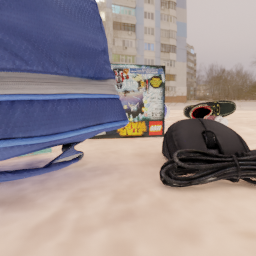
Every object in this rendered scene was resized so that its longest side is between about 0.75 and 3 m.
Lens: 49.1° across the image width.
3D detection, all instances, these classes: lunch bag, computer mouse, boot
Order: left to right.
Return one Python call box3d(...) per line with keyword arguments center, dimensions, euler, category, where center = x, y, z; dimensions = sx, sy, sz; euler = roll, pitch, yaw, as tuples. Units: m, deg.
box3d(center=(-1.368, -0.385, 3.160), dimensions=(2.017, 1.964, 2.969), euler=(-14, -1, 31), category="lunch bag")
box3d(center=(1.106, 0.202, 3.820), dimensions=(1.658, 0.631, 2.394), euler=(-1, 5, -2), category="computer mouse")
box3d(center=(4.546, -0.888, 15.008), dimensions=(2.934, 1.059, 2.216), euler=(-6, 6, 6), category="boot")

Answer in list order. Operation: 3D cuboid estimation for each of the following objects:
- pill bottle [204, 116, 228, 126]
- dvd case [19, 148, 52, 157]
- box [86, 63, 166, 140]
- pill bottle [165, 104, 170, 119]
box3d(center=(3.024, -0.185, 9.690), dimensions=(0.465, 0.465, 0.823), euler=(-2, 5, -28), category="pill bottle")
box3d(center=(-1.866, 0.380, 4.972), dimensions=(0.889, 0.098, 0.649), euler=(3, 6, 44), category="dvd case")
box3d(center=(-0.399, -0.655, 6.964), dimensions=(2.683, 1.837, 0.535), euler=(-2, 6, -14), category="box")
box3d(center=(1.363, -0.883, 14.189), dimensions=(1.074, 1.074, 1.916), euler=(3, -2, 36), category="pill bottle")
